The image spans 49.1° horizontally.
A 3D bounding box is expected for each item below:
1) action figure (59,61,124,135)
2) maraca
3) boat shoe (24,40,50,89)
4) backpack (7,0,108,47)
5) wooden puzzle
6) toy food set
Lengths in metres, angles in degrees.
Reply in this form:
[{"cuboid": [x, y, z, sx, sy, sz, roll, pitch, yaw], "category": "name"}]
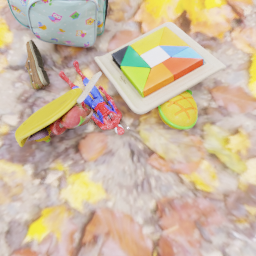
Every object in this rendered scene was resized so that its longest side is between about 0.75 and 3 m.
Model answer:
[{"cuboid": [-0.948, -0.777, 7.879, 0.834, 0.659, 2.548, -38, 78, -12], "category": "action figure"}, {"cuboid": [1.360, -0.667, 7.694, 1.170, 0.913, 1.706, 17, 50, -14], "category": "maraca"}, {"cuboid": [-2.759, -1.844, 8.110, 0.509, 0.538, 1.496, -22, 76, 7], "category": "boat shoe"}, {"cuboid": [-1.957, -3.611, 7.795, 2.743, 2.412, 2.103, 8, 69, -5], "category": "backpack"}, {"cuboid": [0.798, -1.902, 7.859, 2.890, 0.538, 2.673, -27, 53, -10], "category": "wooden puzzle"}, {"cuboid": [-1.594, -0.193, 6.903, 2.580, 0.843, 1.518, -26, 26, 22], "category": "toy food set"}]
